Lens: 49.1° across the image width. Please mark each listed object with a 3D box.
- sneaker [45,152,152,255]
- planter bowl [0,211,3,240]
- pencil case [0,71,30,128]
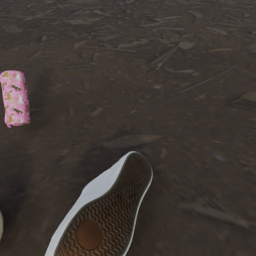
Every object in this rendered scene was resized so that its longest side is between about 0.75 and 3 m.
[{"bbox_3d":[-0.518,1.593,4.860,1.040,1.210,2.858,49,37,-4],"label":"sneaker"},{"bbox_3d":[-2.697,1.608,4.377,1.160,0.781,1.160,-1,70,3],"label":"planter bowl"},{"bbox_3d":[-2.938,-0.746,7.286,0.618,1.429,0.591,-8,1,15],"label":"pencil case"}]
